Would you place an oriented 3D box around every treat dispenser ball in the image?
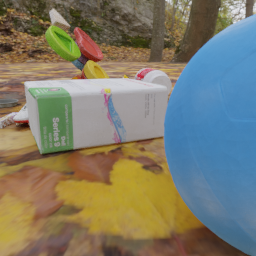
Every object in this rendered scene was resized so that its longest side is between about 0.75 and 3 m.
[{"bbox_3d":[1.557,0.070,2.779,2.402,2.402,2.402,0,16,0],"label":"treat dispenser ball"}]

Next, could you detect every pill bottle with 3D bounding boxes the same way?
[{"bbox_3d":[1.062,-1.882,11.858,1.191,1.191,2.122,-3,16,-11],"label":"pill bottle"}]

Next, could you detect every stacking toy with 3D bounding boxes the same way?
[{"bbox_3d":[-1.928,-2.325,9.328,2.535,1.183,2.801,35,28,-38],"label":"stacking toy"}]

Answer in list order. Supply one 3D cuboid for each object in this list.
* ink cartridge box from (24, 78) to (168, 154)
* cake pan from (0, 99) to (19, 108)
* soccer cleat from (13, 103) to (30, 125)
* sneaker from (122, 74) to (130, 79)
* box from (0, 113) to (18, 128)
[{"bbox_3d":[-0.789,-0.451,6.621,2.880,1.260,2.093,-9,18,-24],"label":"ink cartridge box"},{"bbox_3d":[-4.506,-0.907,10.259,0.946,0.174,0.946,0,15,0],"label":"cake pan"},{"bbox_3d":[-2.633,-0.600,7.953,0.664,0.825,1.936,3,15,12],"label":"soccer cleat"},{"bbox_3d":[0.039,-1.495,11.591,0.810,0.768,1.973,-43,30,7],"label":"sneaker"},{"bbox_3d":[-3.317,-0.221,7.745,0.219,0.204,1.055,1,16,5],"label":"box"}]
